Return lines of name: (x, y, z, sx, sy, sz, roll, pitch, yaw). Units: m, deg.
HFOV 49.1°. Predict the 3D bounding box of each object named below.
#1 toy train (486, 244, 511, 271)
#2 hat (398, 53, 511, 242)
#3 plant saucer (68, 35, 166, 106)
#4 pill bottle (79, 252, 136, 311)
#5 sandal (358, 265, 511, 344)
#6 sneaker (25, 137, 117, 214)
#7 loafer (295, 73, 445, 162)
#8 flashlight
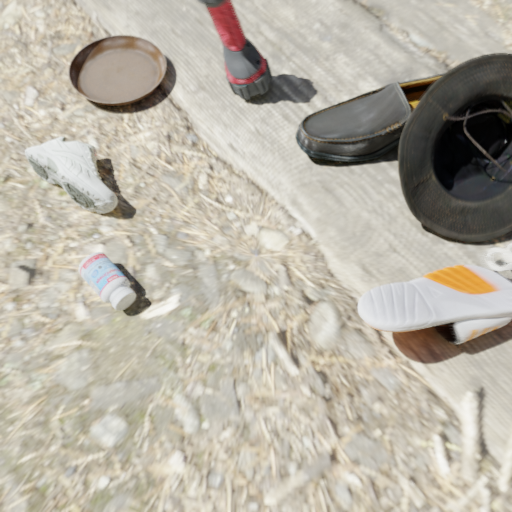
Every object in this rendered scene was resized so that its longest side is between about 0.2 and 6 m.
toy train: (4.872, 0.546, 8.531, 1.900, 0.703, 2.529, -25, 67, -19)
hat: (3.678, -1.841, 9.603, 3.040, 1.226, 3.040, -1, 106, -4)
plant saucer: (-2.800, -3.731, 11.407, 1.964, 0.315, 1.964, 0, 61, 0)
pill bottle: (-2.362, 0.417, 8.946, 0.518, 0.518, 0.952, -39, 68, -20)
sandal: (2.731, 0.841, 8.459, 2.934, 0.841, 1.124, -6, 38, -22)
sneaker: (-3.102, -1.557, 9.931, 2.044, 0.796, 1.016, 35, 63, 17)
loafer: (2.435, -2.696, 10.259, 3.533, 1.277, 1.286, -16, 62, -8)
flashlight: (-0.463, -4.083, 10.202, 0.897, 2.651, 0.901, 14, 67, 25)
